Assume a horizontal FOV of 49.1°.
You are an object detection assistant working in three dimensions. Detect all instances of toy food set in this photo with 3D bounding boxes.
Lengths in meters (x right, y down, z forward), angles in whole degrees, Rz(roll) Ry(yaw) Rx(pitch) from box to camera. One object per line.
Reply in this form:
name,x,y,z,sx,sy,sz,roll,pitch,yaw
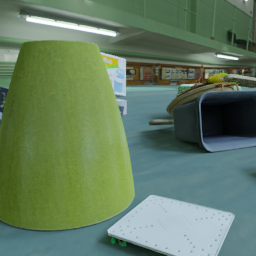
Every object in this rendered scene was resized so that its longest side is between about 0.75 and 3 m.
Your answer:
toy food set,1.992,-0.882,7.805,2.045,0.594,2.961,-1,-21,-41

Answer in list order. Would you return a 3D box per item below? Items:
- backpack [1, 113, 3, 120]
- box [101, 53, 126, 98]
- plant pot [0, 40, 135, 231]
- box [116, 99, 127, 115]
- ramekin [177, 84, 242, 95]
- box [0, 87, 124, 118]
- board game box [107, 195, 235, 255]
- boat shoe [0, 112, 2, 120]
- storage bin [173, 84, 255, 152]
backpack,-3.285,-0.229,8.308,1.020,0.784,0.832,31,20,13
box,-1.497,-1.975,10.390,2.707,1.523,1.372,1,-2,-44
plant pot,-0.848,-0.066,3.714,1.895,2.025,1.895,0,11,0
box,-1.050,-0.963,12.279,1.205,0.621,2.066,-6,12,-28
ramekin,3.078,-1.013,10.758,2.599,1.269,2.599,0,11,0
box,-1.793,-0.558,8.157,2.314,0.749,2.934,16,9,23
board game box,0.482,1.044,2.935,1.029,0.133,1.029,6,13,30
boat shoe,-3.647,-0.738,10.370,2.863,1.001,0.948,-9,2,-36
storage bin,2.151,-0.276,6.893,2.076,1.511,1.395,-5,2,-25
